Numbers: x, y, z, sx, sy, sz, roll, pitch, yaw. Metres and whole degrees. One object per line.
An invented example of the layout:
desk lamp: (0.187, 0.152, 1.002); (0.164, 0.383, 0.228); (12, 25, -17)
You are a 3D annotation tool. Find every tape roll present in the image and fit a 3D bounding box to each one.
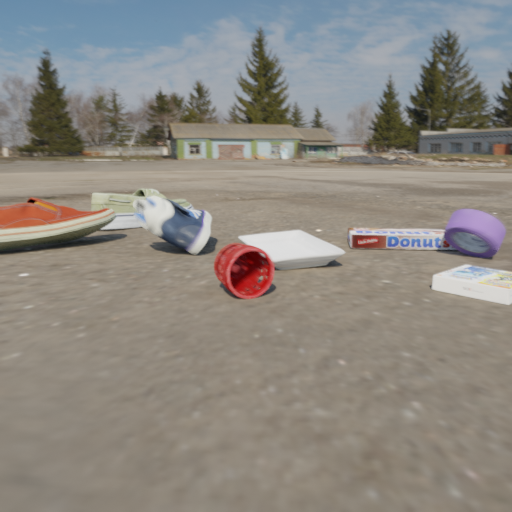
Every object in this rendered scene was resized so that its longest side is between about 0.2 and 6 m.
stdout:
tape roll: (4.351, -0.442, 11.190); (1.074, 0.456, 1.074); (27, -17, 9)

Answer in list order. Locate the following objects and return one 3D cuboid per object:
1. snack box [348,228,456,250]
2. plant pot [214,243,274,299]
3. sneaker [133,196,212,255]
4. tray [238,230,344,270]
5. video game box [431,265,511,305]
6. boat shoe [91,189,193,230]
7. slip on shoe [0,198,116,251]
snack box: (3.589, -0.383, 12.587); (2.976, 0.362, 1.070); (1, 11, 6)
plant pot: (-0.231, 0.193, 8.549); (0.793, 0.793, 0.722); (-6, 15, -28)
sneaker: (-1.859, -0.876, 12.140); (1.631, 0.898, 2.228); (32, 9, -16)
tray: (0.619, -0.128, 11.348); (1.475, 0.305, 2.747); (-5, 12, -13)
video game box: (3.576, 0.427, 8.764); (1.113, 0.286, 1.222); (-14, 18, -43)
boat shoe: (-3.124, -1.391, 15.919); (1.209, 1.041, 3.357); (10, 15, 41)
slip on shoe: (-4.683, -0.814, 12.376); (3.374, 1.032, 1.250); (-11, -8, -39)
